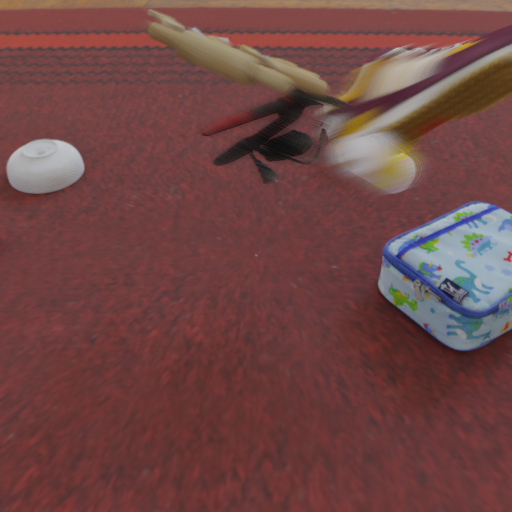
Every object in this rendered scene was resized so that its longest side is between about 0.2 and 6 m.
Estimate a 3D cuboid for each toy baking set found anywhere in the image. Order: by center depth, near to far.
[{"bbox_3d":[-0.353,-2.326,6.493,2.519,0.293,1.933,23,21,5],"label":"toy baking set"}]

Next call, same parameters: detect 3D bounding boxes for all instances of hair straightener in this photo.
[{"bbox_3d":[0.240,-1.601,7.850,0.578,1.087,2.826,-28,14,-35],"label":"hair straightener"}]

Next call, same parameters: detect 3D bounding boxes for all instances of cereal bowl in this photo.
[{"bbox_3d":[-4.433,-1.978,11.687,1.534,0.639,1.534,0,40,0],"label":"cereal bowl"}]

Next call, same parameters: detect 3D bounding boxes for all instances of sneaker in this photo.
[{"bbox_3d":[2.369,-2.572,8.006,3.241,1.215,1.460,-27,67,26],"label":"sneaker"}]

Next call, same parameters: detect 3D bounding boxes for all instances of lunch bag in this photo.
[{"bbox_3d":[3.396,0.202,8.874,2.635,1.086,2.118,-21,42,-24],"label":"lunch bag"}]

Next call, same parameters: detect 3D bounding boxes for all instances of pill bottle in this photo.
[{"bbox_3d":[1.274,-0.995,5.920,0.854,0.445,0.445,19,25,-41],"label":"pill bottle"}]
